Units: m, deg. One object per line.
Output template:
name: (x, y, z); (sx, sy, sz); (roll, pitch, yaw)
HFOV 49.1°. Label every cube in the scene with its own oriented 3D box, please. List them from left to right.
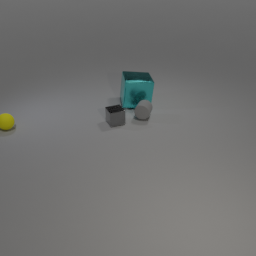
cube: (-0.558, -0.543, 12.382); (0.700, 0.700, 0.700); (-12, 32, -19)
cube: (0.411, -1.903, 13.896); (1.400, 1.400, 1.400); (1, 30, -9)

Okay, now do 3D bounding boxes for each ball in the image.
ball: (-5.188, -0.272, 11.876); (0.700, 0.700, 0.700); (0, 30, 0)

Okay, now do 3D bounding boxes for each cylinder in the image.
cylinder: (0.706, -0.839, 12.730); (0.700, 0.700, 0.700); (9, 29, 14)
